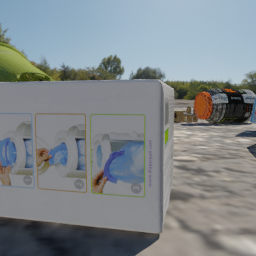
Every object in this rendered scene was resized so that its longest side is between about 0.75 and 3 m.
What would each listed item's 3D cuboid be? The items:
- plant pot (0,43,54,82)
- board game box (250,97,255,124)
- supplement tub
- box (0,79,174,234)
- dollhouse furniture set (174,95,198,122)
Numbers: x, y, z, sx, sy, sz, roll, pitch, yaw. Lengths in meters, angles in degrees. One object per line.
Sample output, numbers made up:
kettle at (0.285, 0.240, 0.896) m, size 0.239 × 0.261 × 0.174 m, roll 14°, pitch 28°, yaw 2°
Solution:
plant pot at (-3.312, -0.955, 8.066) m, size 2.816 × 2.816 × 2.674 m, roll -5°, pitch 19°, yaw -45°
board game box at (4.768, -0.934, 9.043) m, size 1.211 × 1.801 × 0.308 m, roll 13°, pitch 2°, yaw 22°
supplement tub at (4.384, -1.000, 12.677) m, size 2.503 × 1.533 × 1.533 m, roll -1°, pitch 5°, yaw -17°
box at (-0.660, 0.135, 2.609) m, size 2.090 × 1.059 × 1.175 m, roll 1°, pitch 5°, yaw 13°
dollhouse furniture set at (2.236, -1.012, 13.881) m, size 1.757 × 1.332 × 2.005 m, roll -2°, pitch 5°, yaw -20°
